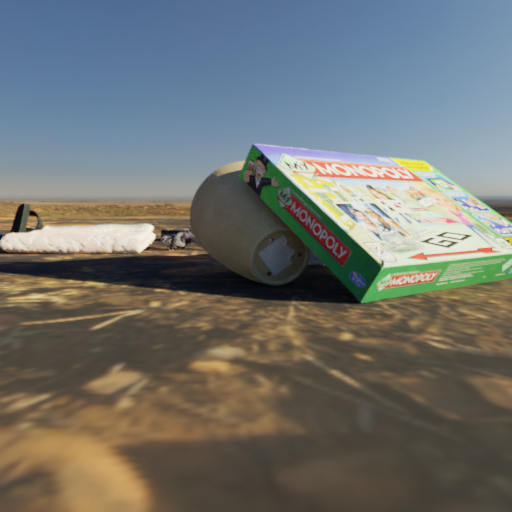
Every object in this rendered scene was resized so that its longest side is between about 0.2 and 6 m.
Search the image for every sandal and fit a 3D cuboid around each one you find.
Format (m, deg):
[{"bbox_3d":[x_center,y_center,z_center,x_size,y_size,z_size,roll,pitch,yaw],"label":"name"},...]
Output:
[{"bbox_3d":[-5.862,-0.779,14.348,0.667,1.047,2.786,17,-2,-25],"label":"sandal"}]

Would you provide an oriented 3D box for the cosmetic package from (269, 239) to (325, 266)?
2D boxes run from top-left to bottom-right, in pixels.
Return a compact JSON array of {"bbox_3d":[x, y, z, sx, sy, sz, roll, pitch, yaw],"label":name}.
[{"bbox_3d":[0.982,-0.253,9.678,1.174,0.722,1.171,2,5,38],"label":"cosmetic package"}]

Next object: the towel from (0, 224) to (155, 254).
[{"bbox_3d":[-3.704,-0.395,12.235,2.737,0.441,2.614,-1,8,-2],"label":"towel"}]

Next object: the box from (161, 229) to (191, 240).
[{"bbox_3d":[-1.508,-0.591,15.548,1.335,0.337,1.867,5,8,42],"label":"box"}]

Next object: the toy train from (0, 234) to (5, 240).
[{"bbox_3d":[-6.468,-0.391,13.795,0.646,0.280,0.369,-5,-2,-25],"label":"toy train"}]

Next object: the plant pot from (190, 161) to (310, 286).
[{"bbox_3d":[0.035,-0.289,7.252,1.505,1.505,1.607,-2,24,-18],"label":"plant pot"}]

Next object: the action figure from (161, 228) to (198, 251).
[{"bbox_3d":[-1.322,-0.400,12.148,1.567,0.544,1.020,-4,24,11],"label":"action figure"}]

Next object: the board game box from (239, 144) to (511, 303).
[{"bbox_3d":[1.838,-0.520,7.163,3.541,0.515,2.383,-4,41,-40],"label":"board game box"}]
